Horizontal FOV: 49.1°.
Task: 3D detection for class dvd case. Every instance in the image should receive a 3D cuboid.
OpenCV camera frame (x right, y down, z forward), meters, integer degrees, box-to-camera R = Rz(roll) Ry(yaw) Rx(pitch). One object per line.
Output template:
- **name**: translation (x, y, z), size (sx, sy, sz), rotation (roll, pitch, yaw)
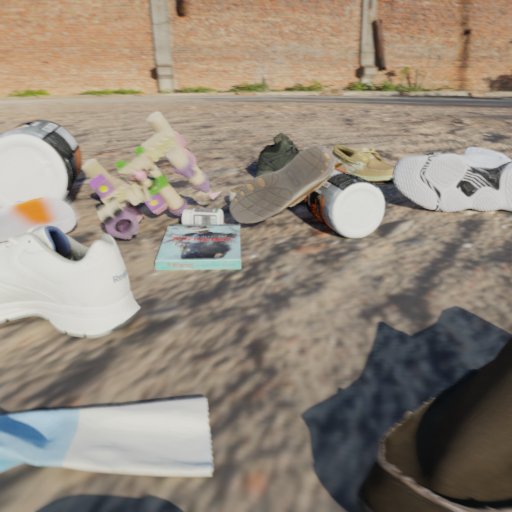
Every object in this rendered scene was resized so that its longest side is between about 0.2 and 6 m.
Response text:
- **dvd case**: translation (-0.959, -0.189, 9.801), size (1.399, 0.211, 1.917), rotation (0, 20, -1)

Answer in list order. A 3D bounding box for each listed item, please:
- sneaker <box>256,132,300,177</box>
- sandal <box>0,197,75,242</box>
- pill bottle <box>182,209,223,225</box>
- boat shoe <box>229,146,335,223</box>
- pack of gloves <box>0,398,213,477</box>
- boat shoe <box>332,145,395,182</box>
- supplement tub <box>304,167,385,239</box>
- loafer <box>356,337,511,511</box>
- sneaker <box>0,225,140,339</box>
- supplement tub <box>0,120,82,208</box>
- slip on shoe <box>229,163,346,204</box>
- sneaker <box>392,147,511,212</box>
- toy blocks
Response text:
- **sneaker**: translation (1.129, -2.616, 15.052), size (2.224, 1.274, 0.850), rotation (5, 22, 8)
- **sandal**: translation (-4.400, -0.682, 10.407), size (1.953, 0.748, 0.560), rotation (-10, 17, -15)
- **pill bottle**: translation (-1.045, -0.716, 10.958), size (0.749, 0.423, 0.423), rotation (3, 20, 9)
- **boat shoe**: translation (0.538, -1.239, 10.607), size (2.199, 0.833, 0.789), rotation (-27, -12, 12)
- **pack of gloves**: translation (-1.796, 1.687, 4.042), size (3.010, 0.594, 2.528), rotation (-3, 19, -7)
- **boat shoe**: translation (2.954, -2.607, 15.622), size (0.916, 0.822, 2.476), rotation (-15, 25, -36)
- **supplement tub**: translation (1.638, -1.105, 11.007), size (1.125, 1.125, 1.836), rotation (-5, 20, -14)
- **loafer**: translation (2.142, 1.159, 4.480), size (3.529, 1.259, 1.288), rotation (-16, 25, -37)
- **sneaker**: translation (-2.910, 0.194, 7.164), size (2.967, 1.292, 1.105), rotation (2, 20, 10)
- **supplement tub**: translation (-4.990, -2.104, 12.758), size (1.819, 1.819, 2.968), rotation (-4, 20, -10)
- **slip on shoe**: translation (0.780, -1.648, 12.885), size (2.852, 0.864, 1.084), rotation (-3, 20, -9)
- **sneaker**: translation (4.649, -1.779, 12.792), size (3.356, 1.261, 1.929), rotation (5, 19, -1)
- **toy blocks**: translation (-1.899, -1.201, 10.856), size (2.075, 1.869, 2.220), rotation (-36, 43, 0)
